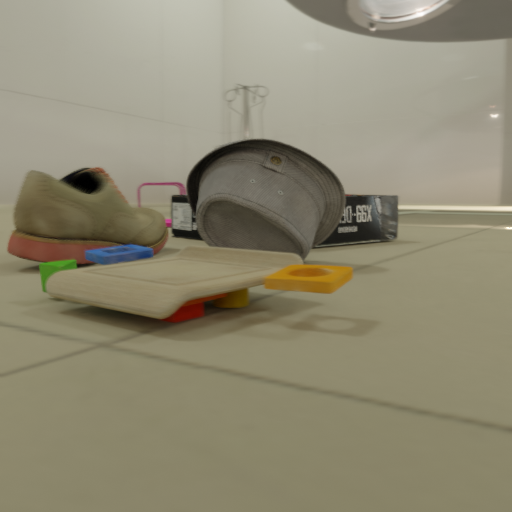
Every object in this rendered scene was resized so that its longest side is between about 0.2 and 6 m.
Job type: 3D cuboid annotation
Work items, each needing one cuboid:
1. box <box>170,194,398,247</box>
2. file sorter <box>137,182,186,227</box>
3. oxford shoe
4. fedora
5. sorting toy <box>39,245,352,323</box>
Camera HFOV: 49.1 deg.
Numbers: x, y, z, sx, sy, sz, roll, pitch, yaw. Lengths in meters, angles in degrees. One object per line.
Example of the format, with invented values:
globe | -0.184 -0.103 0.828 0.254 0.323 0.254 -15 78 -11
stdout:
box | 0.503 -0.866 12.211 3.181 1.004 4.034 -6 9 -40
file sorter | -2.888 -1.582 17.076 1.469 1.326 2.114 -2 7 -12
oxford shoe | -2.289 -0.684 8.730 1.246 1.323 3.537 11 9 14
fedora | 0.076 -0.509 7.592 2.245 1.985 1.014 27 41 -13
sorting toy | -0.687 0.279 5.099 3.173 0.432 1.787 5 12 38
